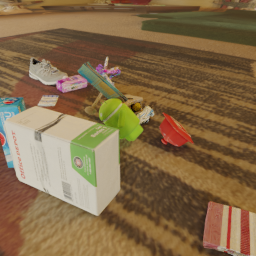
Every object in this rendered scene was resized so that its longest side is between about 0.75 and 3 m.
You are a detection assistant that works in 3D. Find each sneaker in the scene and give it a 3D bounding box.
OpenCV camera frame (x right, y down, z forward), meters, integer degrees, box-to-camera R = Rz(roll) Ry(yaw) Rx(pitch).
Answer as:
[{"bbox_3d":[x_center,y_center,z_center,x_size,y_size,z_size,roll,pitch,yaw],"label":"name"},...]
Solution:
[{"bbox_3d":[0.548,-0.364,11.394,0.567,0.562,1.564,45,52,4],"label":"sneaker"},{"bbox_3d":[-4.550,-3.189,15.558,2.896,1.187,1.082,18,34,28],"label":"sneaker"}]

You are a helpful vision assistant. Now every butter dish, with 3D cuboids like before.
[{"bbox_3d":[1.574,0.228,10.086,1.192,0.881,1.189,33,19,-36],"label":"butter dish"}]

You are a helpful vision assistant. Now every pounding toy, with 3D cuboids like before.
[{"bbox_3d":[-0.424,-0.926,11.449,2.412,1.384,1.379,-22,33,-29],"label":"pounding toy"}]

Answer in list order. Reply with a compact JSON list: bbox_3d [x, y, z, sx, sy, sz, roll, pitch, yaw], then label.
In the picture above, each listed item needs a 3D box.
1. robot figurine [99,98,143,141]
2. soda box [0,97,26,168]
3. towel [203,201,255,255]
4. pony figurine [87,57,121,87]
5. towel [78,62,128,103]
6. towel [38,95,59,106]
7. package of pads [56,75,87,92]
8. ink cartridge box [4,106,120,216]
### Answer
[{"bbox_3d":[-0.294,-0.320,9.994,1.017,1.757,1.542,-47,11,-13],"label":"robot figurine"},{"bbox_3d":[-3.511,0.175,8.746,0.742,2.188,0.702,-2,30,-3],"label":"soda box"},{"bbox_3d":[2.886,2.528,6.670,2.048,0.233,1.475,12,30,17],"label":"towel"},{"bbox_3d":[-1.350,-2.962,15.081,1.988,1.656,1.919,-9,17,3],"label":"pony figurine"},{"bbox_3d":[-0.958,-1.598,10.318,0.215,1.982,1.453,-53,16,-12],"label":"towel"},{"bbox_3d":[-3.798,-1.326,13.408,0.808,0.131,1.100,0,30,-2],"label":"towel"},{"bbox_3d":[-2.968,-2.346,14.754,1.440,0.545,0.868,-21,33,-32],"label":"package of pads"},{"bbox_3d":[-1.766,0.792,7.727,2.925,2.136,1.233,16,33,25],"label":"ink cartridge box"}]
